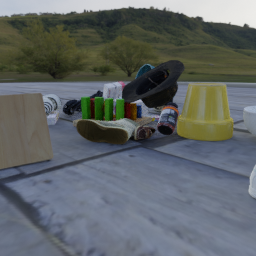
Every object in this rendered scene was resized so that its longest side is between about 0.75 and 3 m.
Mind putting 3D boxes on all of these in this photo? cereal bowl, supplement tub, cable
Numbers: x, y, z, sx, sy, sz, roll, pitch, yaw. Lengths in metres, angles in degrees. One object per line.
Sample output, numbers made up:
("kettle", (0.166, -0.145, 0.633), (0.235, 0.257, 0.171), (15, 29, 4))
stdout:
("cereal bowl", (5.350, -0.054, 9.483), (2.758, 1.148, 2.758), (0, 13, 0))
("supplement tub", (1.371, -0.339, 9.372), (0.584, 0.584, 1.093), (6, 53, 24))
("cable", (-2.308, -1.427, 15.179), (2.281, 0.710, 2.795), (-26, -1, 6))

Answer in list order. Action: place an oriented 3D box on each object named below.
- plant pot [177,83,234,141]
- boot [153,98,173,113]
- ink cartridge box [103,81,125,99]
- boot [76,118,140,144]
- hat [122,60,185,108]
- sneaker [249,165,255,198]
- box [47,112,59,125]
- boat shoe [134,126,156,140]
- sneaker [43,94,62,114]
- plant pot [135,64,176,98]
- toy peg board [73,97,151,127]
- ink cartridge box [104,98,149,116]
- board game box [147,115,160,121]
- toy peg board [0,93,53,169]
("plant pot", (2.937, -0.699, 10.577), (2.081, 1.958, 2.081), (1, 12, 0))
("boot", (2.059, -1.746, 15.932), (0.809, 1.693, 2.241), (-3, 13, -14))
("ink cartridge box", (-0.704, -1.859, 14.098), (1.051, 0.770, 0.435), (-15, 45, -32))
("boot", (-0.674, 0.010, 10.198), (2.034, 0.733, 1.573), (10, 16, 21))
("hat", (1.200, -1.600, 11.772), (2.901, 1.170, 2.901), (-24, 30, 15))
("sneaker", (3.303, 1.028, 5.410), (1.754, 0.776, 0.660), (2, 11, 6))
("box", (-3.556, -0.487, 13.345), (0.340, 0.364, 1.755), (-2, 12, -7))
("boat shoe", (0.644, 0.162, 10.164), (0.473, 0.474, 1.315), (5, 7, 26))
("sneaker", (-4.828, -0.946, 13.698), (2.930, 1.106, 1.686), (-6, 20, 34))
("plant pot", (2.118, -3.023, 20.419), (2.487, 2.647, 2.647), (11, 6, -27))
("toy peg board", (-0.642, -0.798, 12.525), (2.628, 1.285, 2.617), (8, 15, 28))
("ink cartridge box", (-0.082, -1.079, 14.866), (1.982, 0.839, 1.432), (13, 19, 40))
("board game box", (1.160, -0.476, 13.721), (0.811, 0.164, 0.621), (-1, 12, -6))
("toy peg board", (-3.228, 0.108, 7.639), (1.866, 1.874, 0.917), (-10, -2, -35))
